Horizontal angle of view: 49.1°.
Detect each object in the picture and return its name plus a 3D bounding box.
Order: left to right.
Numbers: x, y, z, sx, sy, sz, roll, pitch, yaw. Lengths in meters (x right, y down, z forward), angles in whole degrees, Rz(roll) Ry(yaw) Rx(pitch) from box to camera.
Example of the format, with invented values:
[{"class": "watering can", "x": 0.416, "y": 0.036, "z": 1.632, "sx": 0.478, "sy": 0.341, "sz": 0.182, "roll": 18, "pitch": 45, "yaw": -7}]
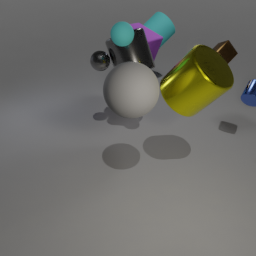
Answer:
[{"class": "ball", "x": -0.964, "y": -2.324, "z": 9.709, "sx": 0.700, "sy": 0.700, "sz": 0.700, "roll": 0, "pitch": 32, "yaw": 0}, {"class": "ball", "x": -0.170, "y": -2.777, "z": 8.284, "sx": 0.700, "sy": 0.700, "sz": 0.700, "roll": 0, "pitch": 32, "yaw": 0}, {"class": "cylinder", "x": 0.087, "y": -2.561, "z": 9.762, "sx": 1.400, "sy": 1.400, "sz": 1.400, "roll": -18, "pitch": 12, "yaw": 4}, {"class": "ball", "x": 0.079, "y": -0.937, "z": 6.983, "sx": 1.400, "sy": 1.400, "sz": 1.400, "roll": 0, "pitch": 32, "yaw": 0}, {"class": "cube", "x": 0.368, "y": -3.430, "z": 11.855, "sx": 1.400, "sy": 1.400, "sz": 1.400, "roll": 38, "pitch": 41, "yaw": 19}, {"class": "cylinder", "x": 1.425, "y": -4.856, "z": 14.182, "sx": 1.400, "sy": 1.400, "sz": 1.400, "roll": -45, "pitch": 44, "yaw": -4}, {"class": "cylinder", "x": 1.807, "y": -1.229, "z": 7.480, "sx": 1.400, "sy": 1.400, "sz": 1.400, "roll": 18, "pitch": 53, "yaw": -25}, {"class": "cube", "x": 3.841, "y": -3.016, "z": 11.368, "sx": 0.700, "sy": 0.700, "sz": 0.700, "roll": -45, "pitch": 17, "yaw": -8}, {"class": "cylinder", "x": 4.454, "y": -1.231, "z": 9.893, "sx": 0.700, "sy": 0.700, "sz": 0.700, "roll": 22, "pitch": 69, "yaw": 31}]
